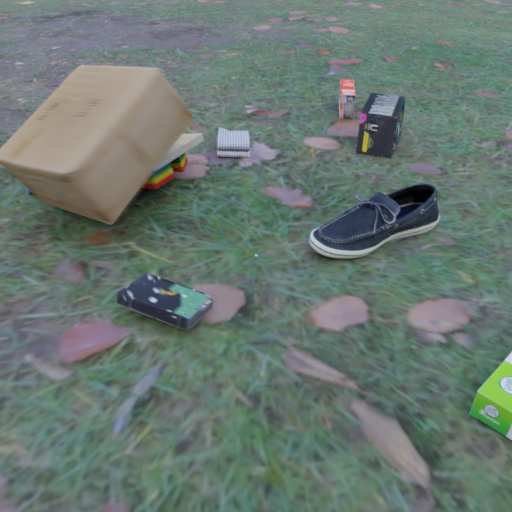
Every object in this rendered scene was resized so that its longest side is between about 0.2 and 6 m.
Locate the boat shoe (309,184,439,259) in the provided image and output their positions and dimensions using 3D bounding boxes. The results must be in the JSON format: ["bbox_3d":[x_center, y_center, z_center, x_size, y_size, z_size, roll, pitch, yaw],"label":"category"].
[{"bbox_3d":[2.484,-0.787,11.556,3.139,0.977,1.171,-17,41,-20],"label":"boat shoe"}]

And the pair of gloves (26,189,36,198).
[{"bbox_3d":[-4.968,-2.235,14.139,2.139,0.303,2.661,-23,43,-31],"label":"pair of gloves"}]

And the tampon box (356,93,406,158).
[{"bbox_3d":[3.379,-3.556,15.171,0.994,1.180,1.575,12,38,16],"label":"tampon box"}]

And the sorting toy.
[{"bbox_3d":[-2.563,-2.269,13.526,2.013,0.701,2.001,6,33,32],"label":"sorting toy"}]

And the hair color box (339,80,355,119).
[{"bbox_3d":[2.797,-4.857,17.329,0.445,0.772,1.393,2,36,4],"label":"hair color box"}]

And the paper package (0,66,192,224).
[{"bbox_3d":[-3.394,-2.458,11.766,2.848,1.546,2.988,16,65,36],"label":"paper package"}]

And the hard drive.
[{"bbox_3d":[-1.564,0.776,9.730,1.396,0.264,0.976,17,25,15],"label":"hard drive"}]

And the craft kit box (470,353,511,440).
[{"bbox_3d":[4.854,2.091,7.938,2.557,0.628,2.589,28,44,37],"label":"craft kit box"}]

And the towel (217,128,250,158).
[{"bbox_3d":[-0.615,-3.066,15.113,0.916,0.474,1.107,-1,36,-3],"label":"towel"}]
